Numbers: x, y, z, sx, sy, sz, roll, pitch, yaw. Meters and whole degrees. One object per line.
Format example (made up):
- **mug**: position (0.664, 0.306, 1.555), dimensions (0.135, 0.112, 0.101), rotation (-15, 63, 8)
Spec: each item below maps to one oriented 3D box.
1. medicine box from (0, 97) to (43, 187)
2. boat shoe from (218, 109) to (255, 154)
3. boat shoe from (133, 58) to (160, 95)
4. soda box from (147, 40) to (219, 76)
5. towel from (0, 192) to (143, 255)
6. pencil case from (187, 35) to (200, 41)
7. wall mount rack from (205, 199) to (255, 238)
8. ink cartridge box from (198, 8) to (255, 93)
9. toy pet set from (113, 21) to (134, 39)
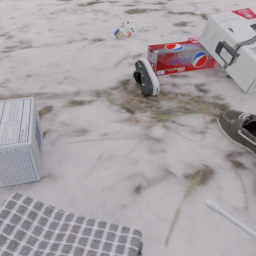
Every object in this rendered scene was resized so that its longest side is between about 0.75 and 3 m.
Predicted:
- **medicine box**: position (-2.904, 0.303, 5.906), dimensions (1.976, 1.017, 1.800), rotation (-9, 37, -10)
- **boat shoe**: position (3.064, 0.207, 6.198), dimensions (0.984, 0.838, 2.942), rotation (-10, 37, -14)
- **boat shoe**: position (0.475, -1.699, 9.047), dimensions (0.557, 0.676, 1.968), rotation (-8, 38, -10)
- **soda box**: position (2.027, -2.592, 10.134), dimensions (2.597, 0.823, 0.909), rotation (-10, 38, -15)
- **towel**: position (-1.055, 2.098, 3.315), dimensions (2.161, 1.117, 2.610), rotation (8, 36, 10)
- **pencil case**: position (3.104, -3.695, 11.913), dimensions (1.389, 0.575, 0.601), rotation (-27, 40, -31)
- **wall mount rack**: position (2.157, 1.884, 3.797), dimensions (2.120, 0.910, 2.440), rotation (2, 35, 3)
- **ink cartridge box**: position (3.911, -2.589, 9.140), dimensions (1.885, 1.082, 2.595), rotation (-20, 63, -25)
- **toy pet set**: position (-0.245, -4.517, 12.950), dimensions (0.813, 0.871, 0.463), rotation (-48, 68, 3)
